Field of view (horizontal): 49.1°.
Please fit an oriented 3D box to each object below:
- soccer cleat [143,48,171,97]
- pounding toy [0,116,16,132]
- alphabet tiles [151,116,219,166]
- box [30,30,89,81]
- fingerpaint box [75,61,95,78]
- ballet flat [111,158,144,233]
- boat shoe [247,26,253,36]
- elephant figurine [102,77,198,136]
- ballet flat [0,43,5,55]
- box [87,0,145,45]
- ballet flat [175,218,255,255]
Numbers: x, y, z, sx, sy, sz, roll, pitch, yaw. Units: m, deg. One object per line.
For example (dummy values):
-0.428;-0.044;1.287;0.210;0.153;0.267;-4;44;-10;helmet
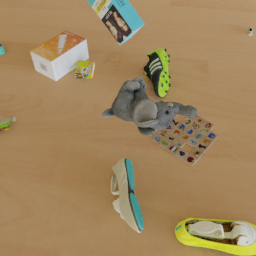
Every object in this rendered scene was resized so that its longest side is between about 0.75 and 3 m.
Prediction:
1.177;-2.248;11.655;1.065;0.887;2.628;-14;50;27;soccer cleat
-4.460;-0.102;9.990;0.721;0.434;0.934;-1;20;9;pounding toy
2.084;0.234;9.840;1.710;0.077;2.045;33;56;27;alphabet tiles
-2.937;-3.207;12.276;1.315;1.031;2.115;28;54;23;box
-1.858;-2.536;12.153;0.733;0.322;0.879;0;49;1;fingerpaint box
-0.099;1.919;7.982;0.807;0.807;2.322;-5;47;-5;ballet flat
6.342;-5.065;14.481;0.280;0.242;0.779;8;49;7;boat shoe
0.552;-0.386;7.211;1.832;1.421;1.296;44;35;22;elephant figurine
-6.256;-3.980;13.346;0.457;0.478;1.358;-31;55;-22;ballet flat
-0.659;-4.306;9.667;0.654;1.095;2.660;-43;101;-27;box
2.466;2.689;7.118;2.486;0.833;0.830;4;48;3;ballet flat
